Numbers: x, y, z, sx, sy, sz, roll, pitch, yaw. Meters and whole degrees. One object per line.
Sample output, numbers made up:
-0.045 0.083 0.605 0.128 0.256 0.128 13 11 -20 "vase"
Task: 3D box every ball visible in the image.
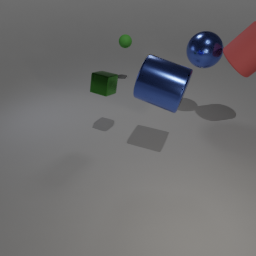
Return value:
2.984 -3.037 10.905 1.400 1.400 1.400 0 31 0 "ball"
-0.142 -4.581 14.800 0.700 0.700 0.700 0 31 0 "ball"

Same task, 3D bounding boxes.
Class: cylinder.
1.060 -1.341 8.519 1.400 1.400 1.400 23 35 9 "cylinder"
4.379 -2.767 9.945 1.400 1.400 1.400 27 41 -27 "cylinder"

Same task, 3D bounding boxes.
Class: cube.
-0.846 -1.582 9.919 0.700 0.700 0.700 18 24 22 "cube"
